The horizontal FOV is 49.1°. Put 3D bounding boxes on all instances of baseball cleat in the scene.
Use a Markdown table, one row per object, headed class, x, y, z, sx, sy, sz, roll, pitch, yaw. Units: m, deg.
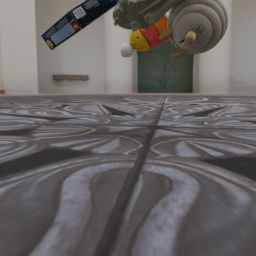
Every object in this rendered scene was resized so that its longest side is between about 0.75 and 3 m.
| class | x | y | z | sx | sy | sz | roll | pitch | yaw |
| --- | --- | --- | --- | --- | --- | --- | --- | --- | --- |
| baseball cleat | 0.738 | -2.949 | 5.928 | 2.501 | 1.331 | 0.872 | -9 | -44 | 45 |

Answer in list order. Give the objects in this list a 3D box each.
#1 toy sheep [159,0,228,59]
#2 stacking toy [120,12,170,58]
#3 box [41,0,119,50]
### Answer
| class | x | y | z | sx | sy | sz | roll | pitch | yaw |
| --- | --- | --- | --- | --- | --- | --- | --- | --- | --- |
| toy sheep | 1.459 | -2.224 | 6.060 | 1.407 | 1.407 | 2.041 | 3 | 42 | 19 |
| stacking toy | 0.631 | -3.478 | 10.703 | 2.240 | 1.636 | 1.636 | -41 | 8 | 4 |
| box | -0.924 | -3.068 | 7.314 | 1.701 | 0.469 | 2.491 | -6 | 36 | 53 |
